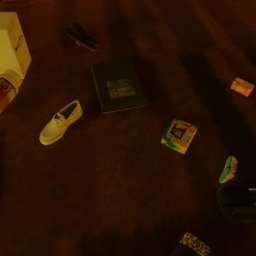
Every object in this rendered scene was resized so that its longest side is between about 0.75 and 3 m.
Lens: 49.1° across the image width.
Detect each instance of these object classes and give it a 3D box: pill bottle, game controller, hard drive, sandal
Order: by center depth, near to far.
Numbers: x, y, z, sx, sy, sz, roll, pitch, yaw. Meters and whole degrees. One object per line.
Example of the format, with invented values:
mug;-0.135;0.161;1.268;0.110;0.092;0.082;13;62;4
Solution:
game controller;4.160;2.393;8.904;2.537;0.534;1.323;-1;37;-1
pill bottle;-5.274;-1.472;11.477;1.146;1.146;2.041;15;53;12
hard drive;-0.433;-1.937;12.288;1.937;0.456;2.775;-11;52;-9
sandal;-2.310;-4.564;14.375;2.173;0.593;0.888;37;66;9

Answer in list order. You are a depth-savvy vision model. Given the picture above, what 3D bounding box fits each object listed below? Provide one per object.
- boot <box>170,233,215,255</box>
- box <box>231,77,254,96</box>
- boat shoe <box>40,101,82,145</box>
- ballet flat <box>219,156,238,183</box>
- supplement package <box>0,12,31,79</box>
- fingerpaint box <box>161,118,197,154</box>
boot;1.876;4.130;7.186;2.482;0.896;1.875;37;58;25
box;4.995;-1.801;12.226;0.826;0.391;0.424;34;59;24
boat shoe;-2.642;-0.300;10.819;0.787;0.715;2.141;25;56;19
ballet flat;3.513;1.471;9.635;0.375;0.443;1.172;36;61;-2
supplement package;-5.416;-3.579;12.297;1.458;2.486;1.453;1;51;1
fingerpaint box;1.940;0.268;10.558;0.957;0.421;1.147;25;55;18
